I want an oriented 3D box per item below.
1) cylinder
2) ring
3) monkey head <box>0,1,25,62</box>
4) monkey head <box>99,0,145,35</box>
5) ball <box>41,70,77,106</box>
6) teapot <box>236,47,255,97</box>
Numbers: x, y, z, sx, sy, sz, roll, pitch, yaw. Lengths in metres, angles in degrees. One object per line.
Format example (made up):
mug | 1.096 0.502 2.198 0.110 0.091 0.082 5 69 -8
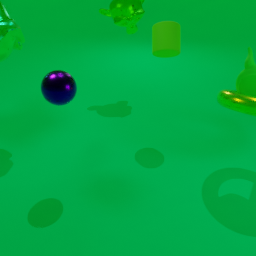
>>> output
cylinder | 0.983 -2.255 7.196 0.720 0.720 0.720 0 -2 0
ring | 2.877 -0.499 6.080 1.858 0.372 1.858 10 14 -2
monkey head | -3.315 -2.350 6.810 1.196 1.428 1.985 -28 5 -31
monkey head | -0.029 -3.905 9.562 1.774 1.276 1.069 -20 75 3
ball | -1.396 -0.811 5.673 0.716 0.716 0.716 0 32 0
teapot | 2.699 -0.975 5.776 0.868 1.396 0.684 -14 22 48
